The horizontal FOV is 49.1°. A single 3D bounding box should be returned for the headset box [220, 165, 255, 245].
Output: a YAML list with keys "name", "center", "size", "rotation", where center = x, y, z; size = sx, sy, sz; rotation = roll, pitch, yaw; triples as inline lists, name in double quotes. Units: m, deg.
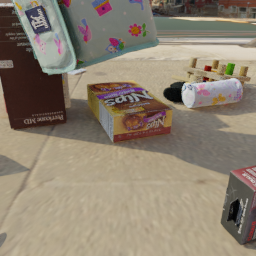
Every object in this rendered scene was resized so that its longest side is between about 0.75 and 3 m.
- name: "headset box"
  center: [1.931, 1.023, 3.967]
  size: [1.295, 0.962, 0.486]
  rotation: [-8, 27, -19]

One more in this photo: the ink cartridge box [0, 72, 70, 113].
- name: "ink cartridge box"
  center: [-2.753, -1.865, 8.122]
  size: [1.877, 2.576, 1.067]
  rotation: [-7, 27, -15]

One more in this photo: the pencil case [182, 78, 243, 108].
- name: "pencil case"
  center: [2.571, -1.083, 8.595]
  size: [1.823, 0.758, 0.827]
  rotation: [-7, 42, -15]

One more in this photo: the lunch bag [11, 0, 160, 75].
- name: "lunch bag"
  center: [-0.925, -2.347, 5.348]
  size: [2.598, 2.213, 1.584]
  rotation: [-13, 29, 10]

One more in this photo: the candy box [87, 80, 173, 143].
- name: "candy box"
  center: [-0.081, -0.586, 7.612]
  size: [1.531, 0.741, 2.624]
  rotation: [-8, 29, -19]

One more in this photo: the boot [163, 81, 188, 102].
- name: "boot"
  center: [1.670, -1.258, 9.299]
  size: [1.312, 0.485, 1.075]
  rotation: [2, 27, -12]

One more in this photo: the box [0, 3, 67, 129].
- name: "box"
  center: [-2.443, -1.546, 7.048]
  size: [1.469, 2.934, 1.099]
  rotation: [-8, 29, -14]

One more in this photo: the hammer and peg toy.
- name: "hammer and peg toy"
  center: [2.815, -1.941, 9.811]
  size: [2.521, 0.889, 1.854]
  rotation: [-5, 24, -34]

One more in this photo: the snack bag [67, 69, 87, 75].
- name: "snack bag"
  center: [-2.386, -2.517, 12.386]
  size: [0.794, 0.090, 0.842]
  rotation: [15, 30, 28]
